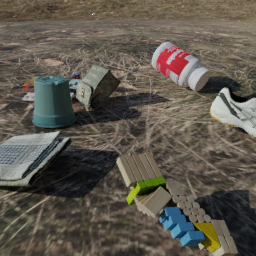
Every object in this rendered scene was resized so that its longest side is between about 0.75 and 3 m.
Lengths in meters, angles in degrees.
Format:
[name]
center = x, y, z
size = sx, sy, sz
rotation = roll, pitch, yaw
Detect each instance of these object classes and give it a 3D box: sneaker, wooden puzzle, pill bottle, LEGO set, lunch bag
[sneaker]
center = 3.745, -0.398, 8.139
size = 2.542, 1.114, 0.961
rotation = 23, 27, 13
[wooden puzzle]
center = -3.758, -1.866, 11.786
size = 2.103, 0.148, 1.247
rotation = 2, 33, 21
[pill bottle]
center = 2.347, -2.686, 12.417
size = 2.425, 1.361, 1.361
rotation = 40, 43, 26
[LEGO set]
center = -2.977, -1.613, 11.933
size = 1.923, 0.632, 2.574
rotation = 6, 38, 12
[lunch bag]
center = -1.259, -1.509, 10.566
size = 1.548, 0.910, 1.270
rotation = -53, 39, -3

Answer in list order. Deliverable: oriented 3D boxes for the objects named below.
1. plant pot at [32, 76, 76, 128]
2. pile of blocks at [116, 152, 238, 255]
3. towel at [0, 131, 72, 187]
[plant pot]
center = -2.433, -0.904, 9.105
size = 1.419, 1.390, 1.419
rotation = 2, 24, -1
[pile of blocks]
center = 0.627, 1.417, 4.665
size = 2.310, 0.718, 0.948
rotation = 42, 44, 18
[towel]
center = -2.500, 0.650, 6.481
size = 1.943, 0.336, 1.871
rotation = -2, 26, 20
